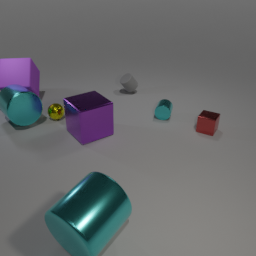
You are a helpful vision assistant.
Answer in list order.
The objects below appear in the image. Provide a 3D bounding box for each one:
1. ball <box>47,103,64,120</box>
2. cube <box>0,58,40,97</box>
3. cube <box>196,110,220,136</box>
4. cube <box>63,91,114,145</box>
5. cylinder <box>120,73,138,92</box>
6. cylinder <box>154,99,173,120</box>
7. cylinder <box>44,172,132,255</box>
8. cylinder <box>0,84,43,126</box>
[{"bbox_3d":[-3.065,-0.706,11.925,0.700,0.700,0.700,0,29,0],"label":"ball"},{"bbox_3d":[-4.939,-2.239,12.806,1.400,1.400,1.400,-2,-14,-2],"label":"cube"},{"bbox_3d":[3.163,-0.207,11.069,0.700,0.700,0.700,17,34,27],"label":"cube"},{"bbox_3d":[-1.494,-0.436,10.726,1.400,1.400,1.400,-19,36,-30],"label":"cube"},{"bbox_3d":[0.052,-2.312,14.297,0.700,0.700,0.700,-22,45,23],"label":"cylinder"},{"bbox_3d":[1.549,-0.797,12.105,0.700,0.700,0.700,8,31,13],"label":"cylinder"},{"bbox_3d":[-0.859,1.932,6.226,1.400,1.400,1.400,20,42,31],"label":"cylinder"},{"bbox_3d":[-4.401,-0.953,11.395,1.400,1.400,1.400,-21,31,-32],"label":"cylinder"}]
